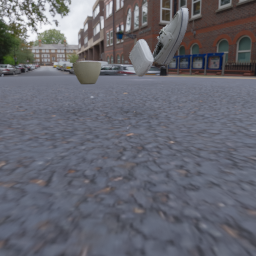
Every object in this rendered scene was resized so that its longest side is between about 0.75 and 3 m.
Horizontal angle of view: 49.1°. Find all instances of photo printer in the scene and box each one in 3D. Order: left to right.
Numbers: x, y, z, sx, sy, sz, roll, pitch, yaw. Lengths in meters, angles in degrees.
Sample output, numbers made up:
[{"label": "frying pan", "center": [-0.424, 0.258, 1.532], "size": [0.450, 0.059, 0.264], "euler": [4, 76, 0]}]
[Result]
[{"label": "photo printer", "center": [0.545, -2.751, 11.226], "size": [0.423, 1.219, 1.015], "euler": [-3, -30, -31]}]

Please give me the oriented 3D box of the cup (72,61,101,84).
[{"label": "cup", "center": [-1.572, -2.113, 10.898], "size": [1.120, 0.801, 1.120], "euler": [-3, 6, 0]}]

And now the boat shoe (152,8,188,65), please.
[{"label": "boat shoe", "center": [1.548, -3.501, 10.855], "size": [0.815, 0.893, 2.481], "euler": [5, -33, -13]}]
